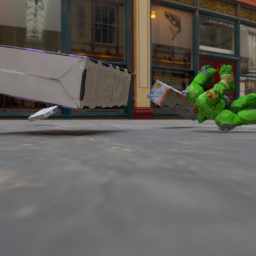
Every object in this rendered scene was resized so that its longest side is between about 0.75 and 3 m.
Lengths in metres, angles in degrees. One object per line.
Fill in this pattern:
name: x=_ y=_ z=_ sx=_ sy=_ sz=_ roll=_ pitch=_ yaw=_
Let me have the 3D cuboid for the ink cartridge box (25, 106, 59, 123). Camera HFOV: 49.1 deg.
ink cartridge box: x=-3.188 y=-0.510 z=10.307 sx=0.978 sy=0.212 sz=0.961 roll=-10 pitch=19 yaw=21

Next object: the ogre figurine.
ogre figurine: x=1.779 y=-0.517 z=5.284 sx=1.002 sy=1.671 sz=0.820 roll=-30 pitch=-13 yaw=-20

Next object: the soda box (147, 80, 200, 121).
soda box: x=1.314 y=-0.710 z=7.573 sx=1.713 sy=0.544 sz=0.586 roll=18 pitch=17 yaw=-45

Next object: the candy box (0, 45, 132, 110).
candy box: x=-1.132 y=-0.880 z=5.061 sx=1.824 sy=0.778 sz=2.174 roll=11 pitch=9 yaw=16
